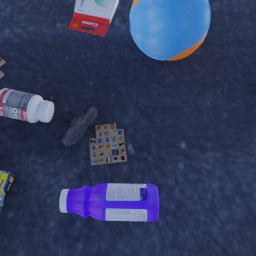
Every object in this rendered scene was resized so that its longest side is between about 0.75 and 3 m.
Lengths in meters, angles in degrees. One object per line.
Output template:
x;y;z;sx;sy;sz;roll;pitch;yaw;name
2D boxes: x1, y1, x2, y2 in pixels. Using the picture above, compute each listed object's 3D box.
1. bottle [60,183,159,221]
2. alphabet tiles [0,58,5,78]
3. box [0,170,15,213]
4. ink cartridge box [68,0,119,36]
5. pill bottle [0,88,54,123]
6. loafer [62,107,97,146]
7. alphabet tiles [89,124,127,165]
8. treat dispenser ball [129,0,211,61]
-0.490;2.001;7.620;2.628;1.098;0.858;0;104;0;bottle
-5.731;-1.916;10.081;2.017;0.091;2.413;35;69;16;alphabet tiles
-4.471;2.278;7.790;1.693;0.467;2.479;11;65;5;box
-1.388;-4.693;11.224;1.591;0.495;1.977;14;63;7;ink cartridge box
-3.287;-0.678;9.008;1.654;0.916;0.916;12;65;7;pill bottle
-1.617;-0.081;9.003;0.502;0.573;1.595;20;58;30;loafer
-0.661;0.490;8.933;1.121;0.051;1.342;-6;64;-3;alphabet tiles
1.393;-3.655;9.484;2.698;2.698;2.698;0;64;0;treat dispenser ball
